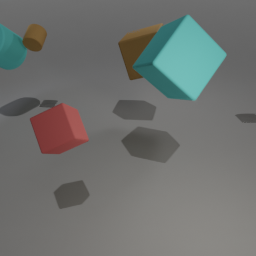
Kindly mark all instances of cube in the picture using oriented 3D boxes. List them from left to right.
[{"bbox_3d":[-1.262,0.038,5.244,0.700,0.700,0.700,-24,-10,8],"label":"cube"},{"bbox_3d":[0.652,-2.707,9.943,1.400,1.400,1.400,-9,28,20],"label":"cube"},{"bbox_3d":[1.230,-1.668,6.987,1.400,1.400,1.400,37,-5,-20],"label":"cube"}]

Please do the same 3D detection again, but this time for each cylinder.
[{"bbox_3d":[-4.648,-2.959,10.121,1.400,1.400,1.400,7,-2,13],"label":"cylinder"},{"bbox_3d":[-3.364,-3.257,10.119,0.700,0.700,0.700,4,61,7],"label":"cylinder"}]
